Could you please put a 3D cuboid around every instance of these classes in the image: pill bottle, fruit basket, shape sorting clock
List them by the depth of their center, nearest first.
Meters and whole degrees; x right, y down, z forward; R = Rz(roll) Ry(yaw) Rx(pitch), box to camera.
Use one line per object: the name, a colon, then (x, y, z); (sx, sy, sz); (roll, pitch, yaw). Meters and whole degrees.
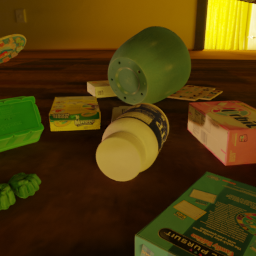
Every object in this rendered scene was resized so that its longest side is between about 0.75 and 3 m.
pill bottle: (0.121, 0.252, 5.739); (1.146, 1.146, 1.914); (6, 22, 17)
fruit basket: (-3.157, -0.120, 6.686); (1.963, 1.416, 1.963); (-17, 1, 0)
shape sorting clock: (-3.810, -2.355, 8.592); (1.544, 0.303, 1.544); (-33, 7, 4)

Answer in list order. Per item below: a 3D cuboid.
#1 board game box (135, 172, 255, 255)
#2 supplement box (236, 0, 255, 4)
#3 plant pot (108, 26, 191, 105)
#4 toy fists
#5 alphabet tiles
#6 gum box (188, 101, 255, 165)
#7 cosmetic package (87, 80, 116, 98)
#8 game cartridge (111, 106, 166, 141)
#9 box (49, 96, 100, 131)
board game box: (1.282, 1.342, 3.589); (1.513, 0.470, 2.004); (15, 24, 36)
supplement box: (2.808, -2.993, 5.149); (1.853, 1.213, 0.956); (4, -2, -16)
plant pot: (0.596, -2.114, 10.397); (2.777, 2.777, 2.228); (13, 36, 33)
toy fists: (-1.947, 1.040, 4.664); (0.525, 0.354, 1.030); (14, 23, 34)
alphabet tiles: (2.854, -1.626, 12.705); (2.351, 0.089, 2.825); (11, 22, 31)
gum box: (2.538, -0.023, 6.943); (1.419, 0.827, 2.501); (-4, 19, -7)
cosmetic package: (-0.701, -1.814, 12.634); (2.005, 0.518, 1.512); (-7, 18, -20)
game cartridge: (0.312, -0.151, 7.981); (1.570, 0.482, 2.359); (-4, 19, 0)
box: (-1.608, -0.465, 8.653); (1.446, 0.596, 2.464); (-2, 17, -9)
